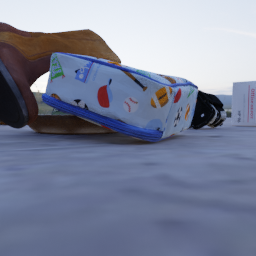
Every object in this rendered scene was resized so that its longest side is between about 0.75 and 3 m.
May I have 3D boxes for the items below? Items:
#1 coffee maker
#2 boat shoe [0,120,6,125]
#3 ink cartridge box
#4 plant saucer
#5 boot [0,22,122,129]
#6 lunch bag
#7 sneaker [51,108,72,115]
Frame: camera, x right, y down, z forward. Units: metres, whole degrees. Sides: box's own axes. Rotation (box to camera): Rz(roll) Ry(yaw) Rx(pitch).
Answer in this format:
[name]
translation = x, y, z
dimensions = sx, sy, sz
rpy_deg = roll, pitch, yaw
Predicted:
[coffee maker]
translation = 2.099, -0.662, 7.952
dimensions = 0.971, 1.384, 1.441
rpy_deg = -17, -9, 31
[boat shoe]
translation = -4.971, -0.385, 10.986
dimensions = 0.612, 0.647, 1.800
rpy_deg = -6, -4, -22
[ink cartridge box]
translation = 4.394, -0.868, 10.196
dimensions = 0.920, 1.574, 2.713
rpy_deg = 2, 3, 31
[plant saucer]
translation = -1.095, -0.122, 6.538
dimensions = 2.644, 0.424, 2.644
rpy_deg = 1, 3, 0
[boot]
translation = -1.280, -1.103, 5.208
dimensions = 2.678, 0.917, 2.521
rpy_deg = -10, 43, -39
[lunch bag]
translation = -0.014, -0.565, 4.838
dimensions = 2.142, 1.010, 2.674
rpy_deg = 18, 10, 22
[sneaker]
translation = -1.530, -0.412, 6.454
dimensions = 0.605, 0.810, 1.805
rpy_deg = 1, 2, -1
